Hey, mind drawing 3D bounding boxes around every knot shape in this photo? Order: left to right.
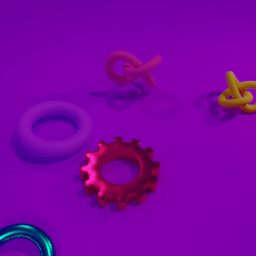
[{"bbox_3d":[0.275,-1.572,7.791,1.600,1.498,0.740,4,84,28],"label":"knot shape"},{"bbox_3d":[2.982,-0.893,7.552,1.221,0.603,1.305,-36,70,-29],"label":"knot shape"}]

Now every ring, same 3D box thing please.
[{"bbox_3d":[-1.822,2.207,4.560,1.277,0.255,1.277,4,60,-7],"label":"ring"},{"bbox_3d":[-1.787,-0.025,6.875,1.843,0.369,1.843,6,43,-5],"label":"ring"}]

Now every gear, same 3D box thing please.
[{"bbox_3d":[-0.169,0.925,6.075,1.693,0.313,1.693,0,46,0],"label":"gear"}]
